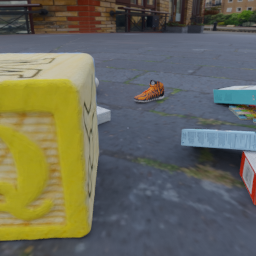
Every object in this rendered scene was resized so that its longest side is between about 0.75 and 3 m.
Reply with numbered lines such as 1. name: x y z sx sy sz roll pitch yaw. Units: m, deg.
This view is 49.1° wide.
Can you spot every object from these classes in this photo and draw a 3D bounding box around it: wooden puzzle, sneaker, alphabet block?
1. wooden puzzle: 4.393 -0.576 10.090 1.149 0.136 1.938 -1 23 -2
2. sneaker: 0.864 -1.545 11.486 1.485 0.832 0.576 -16 28 -34
3. alphabet block: -1.989 0.108 5.261 2.724 2.709 2.774 -3 22 -2

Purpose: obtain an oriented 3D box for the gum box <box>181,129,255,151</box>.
1. gum box: 2.367 0.259 6.884 1.837 0.409 1.561 4 1 22

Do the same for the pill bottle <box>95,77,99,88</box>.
1. pill bottle: -1.829 -1.828 12.240 0.771 0.771 1.373 9 25 20

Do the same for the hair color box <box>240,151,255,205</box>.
1. hair color box: 3.498 1.019 5.637 2.097 0.670 1.163 1 21 8

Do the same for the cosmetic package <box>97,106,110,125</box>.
1. cosmetic package: -1.561 -0.466 9.508 1.586 0.410 1.196 19 27 38

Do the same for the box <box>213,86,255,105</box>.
1. box: 4.333 -1.223 10.356 0.942 0.562 2.288 -13 13 -26
